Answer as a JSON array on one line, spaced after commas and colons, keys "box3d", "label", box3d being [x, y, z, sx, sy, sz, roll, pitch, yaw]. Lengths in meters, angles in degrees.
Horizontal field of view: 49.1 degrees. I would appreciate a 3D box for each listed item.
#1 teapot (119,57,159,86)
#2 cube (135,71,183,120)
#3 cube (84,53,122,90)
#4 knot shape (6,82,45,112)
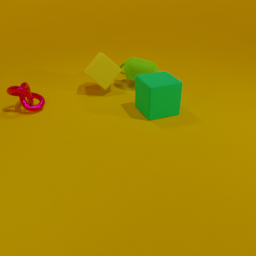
[{"box3d": [0.497, -2.000, 10.262, 2.056, 1.007, 1.278, 22, 17, 29], "label": "teapot"}, {"box3d": [0.899, -1.008, 8.521, 1.067, 1.067, 1.067, -11, 33, -18], "label": "cube"}, {"box3d": [-0.901, -2.011, 9.851, 0.908, 0.908, 0.908, 38, 5, -18], "label": "cube"}, {"box3d": [-3.102, -0.946, 8.730, 1.081, 0.534, 1.155, 41, 8, 6], "label": "knot shape"}]
